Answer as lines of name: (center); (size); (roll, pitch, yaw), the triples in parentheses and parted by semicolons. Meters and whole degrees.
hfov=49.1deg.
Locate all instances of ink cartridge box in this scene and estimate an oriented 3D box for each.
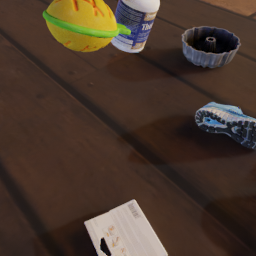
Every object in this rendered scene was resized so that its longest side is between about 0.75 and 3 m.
ink cartridge box: (-0.079, 2.430, 6.046); (1.289, 0.327, 1.463); (-19, 48, -19)

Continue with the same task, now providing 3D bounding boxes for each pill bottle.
pill bottle: (0.205, -2.954, 7.162); (1.010, 1.821, 1.010); (10, 48, -12)

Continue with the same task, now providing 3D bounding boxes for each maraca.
maraca: (-0.821, -2.250, 6.016); (1.463, 1.141, 2.134); (33, 30, 19)

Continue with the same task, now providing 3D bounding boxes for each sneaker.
sneaker: (3.307, -0.250, 8.295); (2.415, 0.947, 1.086); (25, 47, 22)

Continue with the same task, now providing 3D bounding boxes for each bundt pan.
bundt pan: (3.221, -3.177, 11.218); (2.279, 0.855, 2.279); (1, 46, -1)
